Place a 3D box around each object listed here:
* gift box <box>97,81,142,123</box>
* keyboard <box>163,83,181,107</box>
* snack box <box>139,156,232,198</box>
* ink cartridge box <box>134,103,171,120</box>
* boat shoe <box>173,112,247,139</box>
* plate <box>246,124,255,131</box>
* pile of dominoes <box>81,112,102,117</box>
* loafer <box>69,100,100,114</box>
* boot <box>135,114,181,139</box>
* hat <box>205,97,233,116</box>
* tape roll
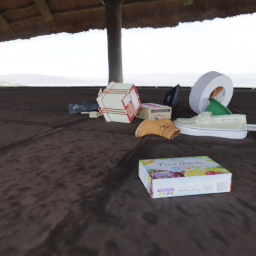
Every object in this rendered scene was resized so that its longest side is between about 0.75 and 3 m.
[{"bbox_3d":[-0.451,-1.293,12.712,1.523,1.631,1.505,6,41,32],"label":"gift box"},{"bbox_3d":[2.271,-1.386,15.170,0.327,1.533,2.552,18,-7,-4],"label":"keyboard"},{"bbox_3d":[1.083,0.937,5.601,1.541,0.408,1.096,-2,11,-10],"label":"snack box"},{"bbox_3d":[1.110,-0.834,13.984,1.377,0.628,1.671,-7,14,-33],"label":"ink cartridge box"},{"bbox_3d":[2.914,-0.178,10.201,2.680,0.831,0.965,5,12,23],"label":"boat shoe"},{"bbox_3d":[4.928,-0.015,11.231,0.780,0.126,0.779,5,13,23],"label":"plate"},{"bbox_3d":[-1.451,-0.723,14.870,1.414,0.289,1.814,0,3,25],"label":"pile of dominoes"},{"bbox_3d":[-2.274,-1.175,14.977,1.911,0.671,0.649,-8,2,10],"label":"loafer"},{"bbox_3d":[1.050,0.101,9.754,1.386,0.511,1.073,-33,52,-23],"label":"boot"},{"bbox_3d":[3.758,-0.385,12.923,1.820,1.602,1.508,40,4,-23],"label":"hat"},{"bbox_3d":[4.095,-1.630,13.724,2.229,2.229,0.736,-7,32,-32],"label":"tape roll"}]
